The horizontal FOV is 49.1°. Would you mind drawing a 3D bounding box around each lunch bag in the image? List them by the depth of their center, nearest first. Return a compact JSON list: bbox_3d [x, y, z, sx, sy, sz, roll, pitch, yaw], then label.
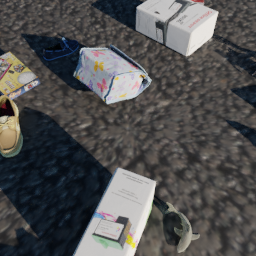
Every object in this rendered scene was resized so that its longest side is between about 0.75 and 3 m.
[{"bbox_3d":[-0.370,-1.640,8.163,1.537,1.152,1.813,42,35,25],"label":"lunch bag"}]

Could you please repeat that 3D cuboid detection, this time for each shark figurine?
[{"bbox_3d":[1.190,2.039,5.964,0.600,0.419,1.004,-11,56,-9],"label":"shark figurine"}]

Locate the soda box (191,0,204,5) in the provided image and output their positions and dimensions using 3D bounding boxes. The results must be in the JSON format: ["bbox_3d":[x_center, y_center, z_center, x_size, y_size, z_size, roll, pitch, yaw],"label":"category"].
[{"bbox_3d":[2.245,-4.936,11.115,1.460,0.463,0.511,9,53,7],"label":"soda box"}]

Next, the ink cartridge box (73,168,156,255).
[{"bbox_3d":[-0.232,2.024,5.300,0.846,1.460,2.016,19,56,13],"label":"ink cartridge box"}]

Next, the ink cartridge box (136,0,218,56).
[{"bbox_3d":[1.689,-3.770,9.919,2.334,0.983,1.688,35,61,23],"label":"ink cartridge box"}]

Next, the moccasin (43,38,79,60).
[{"bbox_3d":[-2.243,-2.697,9.459,1.300,0.443,0.523,-34,60,-23],"label":"moccasin"}]

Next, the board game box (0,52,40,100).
[{"bbox_3d":[-3.728,-1.646,8.771,1.141,0.291,1.684,-37,62,-24],"label":"board game box"}]

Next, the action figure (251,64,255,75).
[{"bbox_3d":[4.928,-1.963,8.580,2.016,1.029,1.198,1,64,-2],"label":"action figure"}]

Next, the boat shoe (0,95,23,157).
[{"bbox_3d":[-3.235,-0.092,7.408,0.687,0.616,1.856,-16,55,-12],"label":"boat shoe"}]
